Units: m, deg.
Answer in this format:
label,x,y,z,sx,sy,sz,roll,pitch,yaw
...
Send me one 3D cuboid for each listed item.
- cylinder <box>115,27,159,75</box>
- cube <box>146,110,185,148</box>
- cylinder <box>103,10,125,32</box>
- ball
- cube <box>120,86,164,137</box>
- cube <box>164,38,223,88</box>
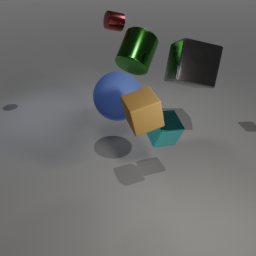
label,x,y,z,sx,sy,sz,roll,pitch,yaw
cylinder,0.355,-3.062,11.252,1.400,1.400,1.400,19,-12,4
cube,0.953,0.016,7.453,0.700,0.700,0.700,-5,51,-24
cylinder,-0.554,-4.286,11.239,0.700,0.700,0.700,2,26,-25
ball,-0.296,-0.906,8.007,1.400,1.400,1.400,0,28,0
cube,0.319,-0.373,6.196,0.700,0.700,0.700,-21,41,-6
cube,2.232,-2.208,9.796,1.400,1.400,1.400,9,8,-11
